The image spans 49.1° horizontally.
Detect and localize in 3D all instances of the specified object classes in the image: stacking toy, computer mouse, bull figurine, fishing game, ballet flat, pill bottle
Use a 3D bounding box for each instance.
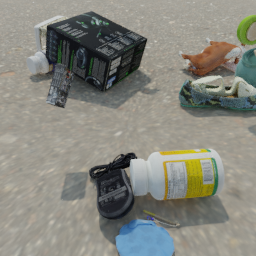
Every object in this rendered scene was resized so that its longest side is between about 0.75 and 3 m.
[{"bbox_3d":[3.934,-2.554,7.320,1.663,1.837,0.776,-41,24,17],"label":"stacking toy"},{"bbox_3d":[-0.217,1.235,5.639,1.141,0.434,1.648,-22,30,6],"label":"computer mouse"},{"bbox_3d":[3.327,-2.878,11.009,2.722,0.886,1.652,-26,39,-26],"label":"bull figurine"},{"bbox_3d":[0.275,2.000,4.812,1.022,0.222,1.428,14,30,18],"label":"fishing game"},{"bbox_3d":[2.993,-1.104,8.533,2.821,1.047,1.047,0,35,-1],"label":"ballet flat"},{"bbox_3d":[0.932,0.939,5.641,1.717,0.968,0.968,-4,35,-6],"label":"pill bottle"},{"bbox_3d":[-3.089,-2.560,10.697,0.825,0.825,1.379,29,44,34],"label":"pill bottle"}]

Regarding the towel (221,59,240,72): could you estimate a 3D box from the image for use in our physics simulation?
[{"bbox_3d":[4.412,-2.448,11.114,0.967,0.163,1.012,-17,38,-22],"label":"towel"}]

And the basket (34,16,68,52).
[{"bbox_3d":[-2.882,-3.899,12.118,1.261,1.385,2.044,13,37,14],"label":"basket"}]

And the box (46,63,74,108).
[{"bbox_3d":[-1.426,-0.867,5.946,0.210,0.843,0.665,15,0,5],"label":"box"}]

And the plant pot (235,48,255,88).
[{"bbox_3d":[4.297,-1.988,9.251,1.560,1.045,1.560,-14,44,14],"label":"plant pot"}]

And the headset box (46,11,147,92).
[{"bbox_3d":[-1.209,-2.926,10.149,2.862,1.327,2.492,31,44,14],"label":"headset box"}]
